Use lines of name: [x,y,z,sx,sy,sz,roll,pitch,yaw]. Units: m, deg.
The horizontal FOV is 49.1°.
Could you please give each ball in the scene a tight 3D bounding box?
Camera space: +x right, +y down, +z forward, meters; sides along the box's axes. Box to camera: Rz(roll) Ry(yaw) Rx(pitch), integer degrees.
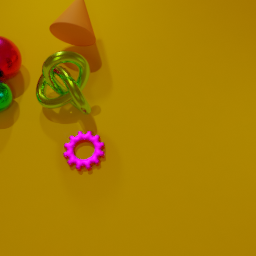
ball: [-3.582,-0.860,7.475,0.922,0.922,0.922,0,64,0]
ball: [-3.649,-1.956,7.878,1.245,1.245,1.245,0,64,0]

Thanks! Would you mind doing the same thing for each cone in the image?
cone: [-1.497,-3.366,8.287,1.363,1.363,1.368,9,81,4]

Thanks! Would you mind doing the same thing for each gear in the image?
gear: [-1.120,0.585,7.208,1.050,0.194,1.050,0,64,0]

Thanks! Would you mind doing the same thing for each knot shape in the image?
knot shape: [-1.611,-1.197,7.191,1.789,1.674,0.826,26,40,11]
